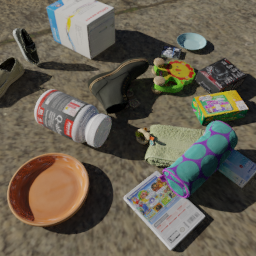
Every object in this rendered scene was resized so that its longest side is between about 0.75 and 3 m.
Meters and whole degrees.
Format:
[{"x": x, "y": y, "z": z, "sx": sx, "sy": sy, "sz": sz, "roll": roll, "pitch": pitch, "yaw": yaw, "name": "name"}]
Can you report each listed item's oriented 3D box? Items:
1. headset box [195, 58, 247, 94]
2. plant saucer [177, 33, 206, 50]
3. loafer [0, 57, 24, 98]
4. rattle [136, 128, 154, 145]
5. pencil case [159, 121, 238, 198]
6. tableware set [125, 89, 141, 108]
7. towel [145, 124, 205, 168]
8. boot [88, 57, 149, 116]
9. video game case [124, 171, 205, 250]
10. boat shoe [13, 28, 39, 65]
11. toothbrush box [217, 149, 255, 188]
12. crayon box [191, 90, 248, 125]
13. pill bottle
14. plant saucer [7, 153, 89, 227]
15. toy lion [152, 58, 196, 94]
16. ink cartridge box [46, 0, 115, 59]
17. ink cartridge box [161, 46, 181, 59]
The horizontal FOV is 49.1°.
[{"x": 4.094, "y": -2.213, "z": 12.614, "sx": 1.871, "sy": 0.723, "sz": 1.392, "roll": -29, "pitch": 62, "yaw": -20, "name": "headset box"}, {"x": 3.333, "y": -4.496, "z": 14.817, "sx": 1.543, "sy": 0.297, "sz": 1.543, "roll": 1, "pitch": 51, "yaw": -1, "name": "plant saucer"}, {"x": -5.816, "y": -2.225, "z": 12.518, "sx": 1.064, "sy": 0.960, "sz": 2.813, "roll": 17, "pitch": 53, "yaw": 14, "name": "loafer"}, {"x": 0.809, "y": 0.316, "z": 10.655, "sx": 0.691, "sy": 0.630, "sz": 0.968, "roll": 0, "pitch": 3, "yaw": -45, "name": "rattle"}, {"x": 2.399, "y": 1.009, "z": 9.345, "sx": 2.751, "sy": 1.171, "sz": 1.271, "roll": -40, "pitch": 34, "yaw": -20, "name": "pencil case"}, {"x": -0.102, "y": -1.232, "z": 12.245, "sx": 1.006, "sy": 0.140, "sz": 1.205, "roll": -21, "pitch": 53, "yaw": -16, "name": "tableware set"}, {"x": 1.986, "y": 0.699, "z": 10.450, "sx": 2.535, "sy": 0.463, "sz": 1.881, "roll": 8, "pitch": 51, "yaw": 6, "name": "towel"}, {"x": -0.055, "y": -1.746, "z": 12.110, "sx": 2.893, "sy": 1.121, "sz": 2.001, "roll": -29, "pitch": 55, "yaw": -4, "name": "boot"}, {"x": 1.151, "y": 2.574, "z": 9.092, "sx": 1.572, "sy": 0.198, "sz": 2.195, "roll": -34, "pitch": 58, "yaw": -24, "name": "video game case"}, {"x": -4.656, "y": -3.778, "z": 13.151, "sx": 0.597, "sy": 1.876, "sz": 0.663, "roll": 8, "pitch": 52, "yaw": 31, "name": "boat shoe"}, {"x": 3.825, "y": 1.379, "z": 9.876, "sx": 0.861, "sy": 0.502, "sz": 1.176, "roll": -36, "pitch": 60, "yaw": -25, "name": "toothbrush box"}, {"x": 3.794, "y": -0.860, "z": 11.657, "sx": 1.952, "sy": 0.569, "sz": 1.159, "roll": -10, "pitch": 51, "yaw": -8, "name": "crayon box"}, {"x": -2.056, "y": -0.350, "z": 10.619, "sx": 2.640, "sy": 1.530, "sz": 1.530, "roll": 23, "pitch": 54, "yaw": 18, "name": "pill bottle"}, {"x": -2.599, "y": 2.032, "z": 9.351, "sx": 2.637, "sy": 0.494, "sz": 2.637, "roll": 0, "pitch": 50, "yaw": 0, "name": "plant saucer"}, {"x": 2.133, "y": -2.421, "z": 12.968, "sx": 1.994, "sy": 0.714, "sz": 2.080, "roll": 8, "pitch": 51, "yaw": -4, "name": "toy lion"}, {"x": -2.305, "y": -5.243, "z": 14.320, "sx": 2.748, "sy": 1.987, "sz": 2.023, "roll": 31, "pitch": 57, "yaw": 23, "name": "ink cartridge box"}, {"x": 2.237, "y": -3.952, "z": 14.437, "sx": 0.917, "sy": 0.201, "sz": 0.926, "roll": 11, "pitch": 50, "yaw": 10, "name": "ink cartridge box"}]
